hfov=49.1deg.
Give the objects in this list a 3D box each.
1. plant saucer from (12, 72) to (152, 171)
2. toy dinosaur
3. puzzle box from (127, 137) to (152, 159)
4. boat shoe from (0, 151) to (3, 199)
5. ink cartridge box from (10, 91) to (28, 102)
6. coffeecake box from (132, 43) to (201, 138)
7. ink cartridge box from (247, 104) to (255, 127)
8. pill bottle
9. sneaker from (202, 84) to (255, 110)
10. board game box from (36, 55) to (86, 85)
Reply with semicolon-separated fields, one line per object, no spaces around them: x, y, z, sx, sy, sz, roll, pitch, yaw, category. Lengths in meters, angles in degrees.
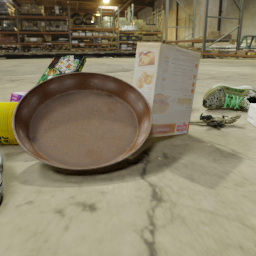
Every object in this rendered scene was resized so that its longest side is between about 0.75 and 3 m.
-0.941;-0.181;6.114;2.914;0.502;2.914;2;48;-2;plant saucer
2.420;-0.225;8.246;1.794;0.426;0.791;3;3;10;toy dinosaur
-0.379;0.332;6.725;1.640;0.209;1.091;9;19;27;puzzle box
-2.551;0.675;4.739;0.773;0.702;2.103;-7;18;-21;boat shoe
-2.872;-0.983;10.376;2.901;0.640;2.955;12;19;34;ink cartridge box
0.929;-0.927;7.123;1.662;2.166;0.791;-3;15;-44;coffeecake box
4.419;-0.349;8.328;1.366;0.576;0.989;1;17;5;ink cartridge box
-2.724;-0.125;6.819;1.975;1.030;1.030;0;17;1;pill bottle
3.924;-1.045;10.229;2.474;0.951;1.096;-7;26;-16;sneaker
-2.473;-1.947;10.318;1.305;0.292;2.491;4;44;8;board game box
